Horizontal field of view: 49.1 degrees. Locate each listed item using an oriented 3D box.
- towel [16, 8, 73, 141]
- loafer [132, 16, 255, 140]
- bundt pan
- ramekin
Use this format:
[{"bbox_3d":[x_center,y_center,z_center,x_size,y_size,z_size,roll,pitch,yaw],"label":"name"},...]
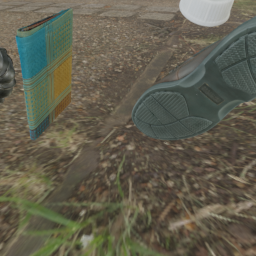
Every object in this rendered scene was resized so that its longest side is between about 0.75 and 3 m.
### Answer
[{"bbox_3d":[-1.410,-0.954,5.012,0.220,2.025,1.485,18,39,10],"label":"towel"},{"bbox_3d":[1.139,-0.631,4.088,1.044,2.906,0.914,45,55,-9],"label":"loafer"},{"bbox_3d":[-2.245,-0.706,4.197,1.206,1.206,0.453,-22,58,-30],"label":"bundt pan"},{"bbox_3d":[1.221,-1.966,4.258,0.802,0.391,0.802,2,60,-4],"label":"ramekin"}]
